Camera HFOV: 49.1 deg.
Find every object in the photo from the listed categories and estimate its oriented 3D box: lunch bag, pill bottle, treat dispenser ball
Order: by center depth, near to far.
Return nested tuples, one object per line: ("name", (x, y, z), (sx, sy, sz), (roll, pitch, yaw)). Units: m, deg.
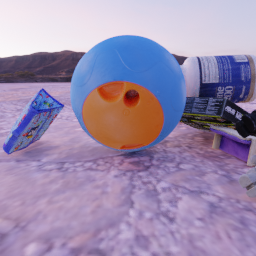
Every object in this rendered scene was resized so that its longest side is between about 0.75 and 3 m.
("treat dispenser ball", (0.007, -0.740, 6.225), (2.536, 2.536, 2.536), (0, 11, 0))
("lunch bag", (-2.261, -0.136, 6.401), (0.745, 1.193, 1.585), (38, 14, -8))
("pill bottle", (2.418, -1.418, 8.353), (2.575, 1.429, 1.429), (-2, 11, 3))

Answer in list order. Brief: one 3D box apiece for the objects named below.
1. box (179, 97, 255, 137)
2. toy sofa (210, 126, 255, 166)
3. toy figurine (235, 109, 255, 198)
("box", (2.099, -0.281, 7.225), (2.037, 0.501, 2.109), (23, -7, -37))
("toy sofa", (2.221, 0.339, 5.815), (0.637, 0.541, 1.306), (4, 10, -16))
("toy figurine", (2.209, 0.367, 3.545), (1.007, 1.424, 1.447), (-17, 17, -22))
